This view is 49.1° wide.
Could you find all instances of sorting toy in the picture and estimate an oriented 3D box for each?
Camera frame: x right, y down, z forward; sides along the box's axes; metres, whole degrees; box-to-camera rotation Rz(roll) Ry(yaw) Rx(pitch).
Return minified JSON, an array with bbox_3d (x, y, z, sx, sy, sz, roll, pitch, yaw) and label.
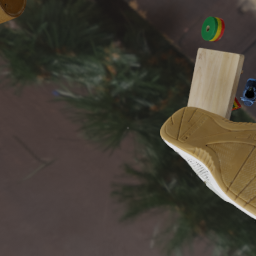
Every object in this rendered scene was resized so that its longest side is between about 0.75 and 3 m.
[{"bbox_3d":[1.644,-0.699,5.118,0.418,1.191,2.471,0,110,-20],"label":"sorting toy"}]

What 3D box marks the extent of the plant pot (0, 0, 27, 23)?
[{"bbox_3d":[-2.669,-2.361,4.729,1.699,1.584,1.584,9,85,14],"label":"plant pot"}]

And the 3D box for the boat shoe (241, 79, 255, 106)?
[{"bbox_3d":[2.512,-0.696,5.852,0.316,0.751,0.258,6,56,28],"label":"boat shoe"}]

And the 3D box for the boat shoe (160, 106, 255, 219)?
[{"bbox_3d":[1.495,0.511,3.700,0.982,2.773,0.961,-42,120,-2],"label":"boat shoe"}]
